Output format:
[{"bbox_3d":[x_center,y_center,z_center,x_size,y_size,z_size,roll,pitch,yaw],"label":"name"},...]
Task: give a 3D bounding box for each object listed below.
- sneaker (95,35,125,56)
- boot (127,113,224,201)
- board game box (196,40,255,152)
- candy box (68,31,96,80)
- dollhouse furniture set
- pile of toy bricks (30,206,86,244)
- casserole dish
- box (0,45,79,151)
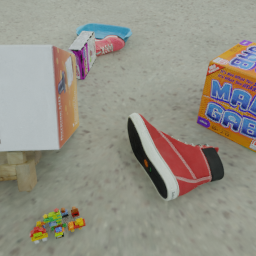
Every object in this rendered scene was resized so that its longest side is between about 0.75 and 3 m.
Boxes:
[{"bbox_3d":[-1.162,-3.531,12.450,2.097,0.773,0.909,-3,52,3],"label":"sneaker"},{"bbox_3d":[1.216,0.466,7.365,1.923,0.965,2.665,-16,50,-19],"label":"boot"},{"bbox_3d":[3.613,-0.982,8.127,2.120,2.119,2.118,31,48,32],"label":"board game box"},{"bbox_3d":[-1.787,-2.927,11.156,0.560,1.252,1.837,7,40,8],"label":"candy box"},{"bbox_3d":[-3.317,1.651,6.269,2.499,2.141,2.628,-6,5,-8],"label":"dollhouse furniture set"},{"bbox_3d":[-1.492,1.906,5.839,1.105,0.546,0.613,-14,36,-12],"label":"pile of toy bricks"},{"bbox_3d":[-1.163,-4.476,13.586,2.801,0.543,1.697,13,41,14],"label":"casserole dish"},{"bbox_3d":[-2.239,-0.827,7.057,1.548,2.217,2.911,-1,11,-2],"label":"box"}]
